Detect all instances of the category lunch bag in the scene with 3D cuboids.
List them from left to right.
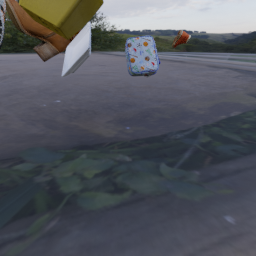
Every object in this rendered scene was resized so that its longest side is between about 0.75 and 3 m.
[{"bbox_3d":[0.433,-2.089,8.268,0.962,1.201,0.454,-8,-7,-9],"label":"lunch bag"}]

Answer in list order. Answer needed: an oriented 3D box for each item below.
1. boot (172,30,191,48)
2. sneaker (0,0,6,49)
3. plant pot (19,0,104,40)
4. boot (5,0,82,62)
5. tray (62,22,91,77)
[{"bbox_3d":[1.986,-3.262,10.541,0.506,0.354,0.943,19,-19,-10],"label":"boot"},{"bbox_3d":[-3.249,-2.727,6.776,0.755,2.048,0.819,3,3,-1],"label":"sneaker"},{"bbox_3d":[-1.583,-2.954,6.404,1.499,1.322,1.499,31,1,-1],"label":"plant pot"},{"bbox_3d":[-3.004,-3.956,10.180,1.998,2.583,0.952,-42,46,-10],"label":"boot"},{"bbox_3d":[-1.501,-2.438,8.675,0.256,1.239,2.307,36,26,-29],"label":"tray"}]
